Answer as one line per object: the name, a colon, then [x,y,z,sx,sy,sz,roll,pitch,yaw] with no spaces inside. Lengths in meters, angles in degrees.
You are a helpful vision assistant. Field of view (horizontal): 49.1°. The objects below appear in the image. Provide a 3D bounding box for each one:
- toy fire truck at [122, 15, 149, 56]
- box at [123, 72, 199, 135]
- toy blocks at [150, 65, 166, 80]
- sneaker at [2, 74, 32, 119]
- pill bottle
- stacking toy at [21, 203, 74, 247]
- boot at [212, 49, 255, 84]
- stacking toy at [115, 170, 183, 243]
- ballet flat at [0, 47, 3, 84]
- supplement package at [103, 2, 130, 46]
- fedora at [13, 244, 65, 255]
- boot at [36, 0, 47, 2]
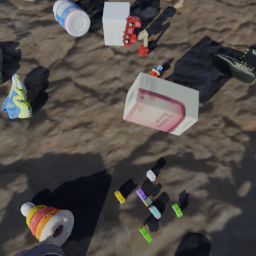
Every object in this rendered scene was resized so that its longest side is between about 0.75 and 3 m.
toy fire truck: [0.392,-3.749,11.462,1.163,1.649,0.402,-4,50,-19]
box: [0.996,-0.682,8.538,1.954,1.249,1.065,16,63,-12]
toy blocks: [1.196,-1.937,11.225,0.867,0.378,1.040,39,88,8]
sneaker: [-4.436,-1.200,10.819,1.029,0.742,1.958,-20,65,-10]
pill bottle: [-2.588,-4.991,12.502,1.139,1.139,2.030,-28,48,-14]
stacking toy: [-2.680,2.810,8.592,1.767,1.291,1.291,20,63,28]
boot: [4.610,-2.820,11.733,1.917,0.692,1.448,32,64,10]
stacking toy: [0.660,2.463,9.070,1.425,0.444,1.890,-33,69,-14]
ballet flat: [-5.699,-2.839,11.653,0.837,0.791,2.482,-17,63,-3]
supplement package: [-0.471,-4.503,12.181,1.096,1.444,1.088,2,62,1]
fedora: [-2.743,4.299,7.369,1.168,2.288,2.587,0,58,34]
boot: [-3.006,-6.600,13.261,2.684,0.881,2.212,-9,35,-7]
